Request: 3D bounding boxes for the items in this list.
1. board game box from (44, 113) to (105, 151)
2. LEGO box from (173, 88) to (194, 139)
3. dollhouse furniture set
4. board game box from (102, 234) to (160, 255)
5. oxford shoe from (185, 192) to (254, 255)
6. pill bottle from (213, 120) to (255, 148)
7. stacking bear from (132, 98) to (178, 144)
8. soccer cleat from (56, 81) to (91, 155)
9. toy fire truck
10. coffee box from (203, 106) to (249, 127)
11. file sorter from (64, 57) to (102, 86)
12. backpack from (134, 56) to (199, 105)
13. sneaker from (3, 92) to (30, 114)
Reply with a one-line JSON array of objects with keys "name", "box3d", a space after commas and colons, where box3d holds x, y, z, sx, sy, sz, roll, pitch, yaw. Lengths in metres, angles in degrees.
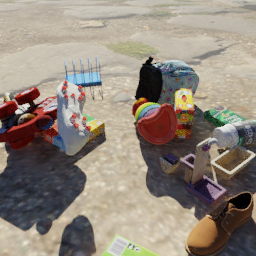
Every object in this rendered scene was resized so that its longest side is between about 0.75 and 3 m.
[{"name": "board game box", "box3d": [-1.963, 0.112, 10.434, 1.391, 0.367, 1.818, 22, 40, 29]}, {"name": "LEGO box", "box3d": [2.084, -0.572, 10.661, 0.649, 1.253, 1.682, 4, 33, 7]}, {"name": "dollhouse furniture set", "box3d": [2.575, 0.543, 8.471, 2.564, 1.820, 2.032, -24, 41, -32]}, {"name": "board game box", "box3d": [-0.374, 3.345, 5.616, 1.152, 0.362, 2.412, 17, 35, 25]}, {"name": "oxford shoe", "box3d": [2.249, 2.254, 6.830, 2.338, 0.833, 0.834, -27, 43, -32]}, {"name": "pill bottle", "box3d": [3.841, 0.234, 9.813, 1.512, 0.855, 0.855, -10, 35, -14]}, {"name": "stacking bear", "box3d": [0.805, -0.432, 10.481, 1.414, 1.324, 2.328, -34, 28, -1]}, {"name": "soccer cleat", "box3d": [-1.752, -0.411, 8.356, 0.949, 1.062, 2.739, 16, 35, -31]}, {"name": "toy fire truck", "box3d": [-3.119, -0.434, 9.570, 2.285, 1.526, 2.721, -7, 27, 33]}, {"name": "coffee box", "box3d": [3.926, -0.326, 11.103, 0.983, 0.351, 1.598, -19, 38, -26]}, {"name": "file sorter", "box3d": [-2.346, -2.942, 14.384, 1.779, 1.092, 1.235, -9, 34, -12]}, {"name": "backpack", "box3d": [1.769, -1.966, 12.323, 2.610, 2.178, 1.652, -17, 54, -28]}, {"name": "sneaker", "box3d": [-4.477, -0.707, 11.436, 1.014, 0.875, 2.314, -4, 35, -32]}]
